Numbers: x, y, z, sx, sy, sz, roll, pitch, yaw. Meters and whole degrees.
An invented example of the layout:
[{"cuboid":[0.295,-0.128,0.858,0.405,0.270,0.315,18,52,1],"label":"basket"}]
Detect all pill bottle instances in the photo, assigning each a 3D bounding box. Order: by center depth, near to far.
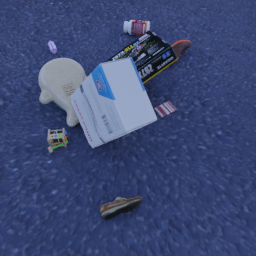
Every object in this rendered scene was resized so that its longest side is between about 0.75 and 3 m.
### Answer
[{"cuboid":[0.466,-5.330,14.887,1.331,0.752,0.752,7,51,6],"label":"pill bottle"}]

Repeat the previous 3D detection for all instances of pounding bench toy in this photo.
[{"cuboid":[-2.554,0.499,10.252,0.661,0.526,0.847,-5,51,-5],"label":"pounding bench toy"}]

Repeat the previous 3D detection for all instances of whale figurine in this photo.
[{"cuboid":[-2.444,-1.377,11.444,2.315,1.510,2.910,-24,78,-19],"label":"whale figurine"}]

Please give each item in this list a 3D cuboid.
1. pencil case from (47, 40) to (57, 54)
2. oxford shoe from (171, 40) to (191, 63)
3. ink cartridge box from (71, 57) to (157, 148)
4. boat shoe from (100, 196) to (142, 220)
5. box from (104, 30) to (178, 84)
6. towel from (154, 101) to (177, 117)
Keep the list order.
[{"cuboid":[-3.804,-4.088,14.138,0.332,0.338,0.791,-18,54,-18],"label":"pencil case"},{"cuboid":[2.215,-3.562,13.562,2.331,0.830,0.845,-28,80,-20],"label":"oxford shoe"},{"cuboid":[-0.612,-0.693,9.232,1.208,2.887,2.094,-22,88,-31],"label":"ink cartridge box"},{"cuboid":[-0.244,2.380,8.735,1.339,0.506,0.494,-17,50,-14],"label":"boat shoe"},{"cuboid":[0.241,-2.615,11.479,2.946,0.727,2.352,-35,36,4],"label":"box"},{"cuboid":[1.552,-0.778,11.590,0.780,0.089,0.562,-27,58,-18],"label":"towel"}]
